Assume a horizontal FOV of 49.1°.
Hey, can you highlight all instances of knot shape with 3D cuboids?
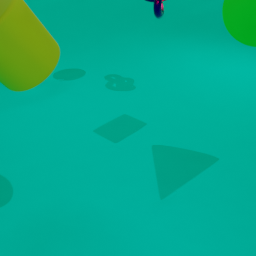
[{"bbox_3d":[1.002,-4.735,9.490,0.803,1.737,1.625,-4,40,-28],"label":"knot shape"}]

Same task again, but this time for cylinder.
[{"bbox_3d":[-1.982,-1.442,4.675,1.226,1.226,1.226,-11,58,18],"label":"cylinder"}]

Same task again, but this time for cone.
[{"bbox_3d":[2.664,-2.495,5.159,1.643,1.643,1.649,9,6,13],"label":"cone"}]
